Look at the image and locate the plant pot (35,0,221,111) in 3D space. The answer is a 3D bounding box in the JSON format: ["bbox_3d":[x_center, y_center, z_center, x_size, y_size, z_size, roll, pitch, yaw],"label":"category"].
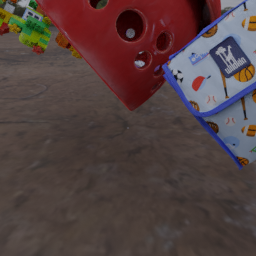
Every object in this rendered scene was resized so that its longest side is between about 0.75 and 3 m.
[{"bbox_3d":[0.080,-2.308,5.762,2.714,2.981,2.981,-43,29,3],"label":"plant pot"}]

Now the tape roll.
[{"bbox_3d":[0.717,-2.689,8.789,2.194,2.194,0.720,20,27,38],"label":"tape roll"}]

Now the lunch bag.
[{"bbox_3d":[1.673,-0.632,3.975,1.662,1.955,1.211,-35,18,20],"label":"lunch bag"}]

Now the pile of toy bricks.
[{"bbox_3d":[-2.251,-2.494,7.080,2.984,1.655,1.473,22,57,-24],"label":"pile of toy bricks"}]

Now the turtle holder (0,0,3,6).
[{"bbox_3d":[-2.256,-2.269,4.024,0.775,1.091,0.829,-8,27,-3],"label":"turtle holder"}]
